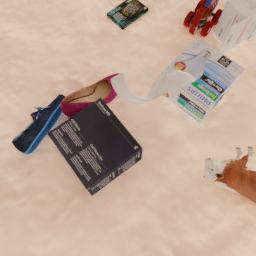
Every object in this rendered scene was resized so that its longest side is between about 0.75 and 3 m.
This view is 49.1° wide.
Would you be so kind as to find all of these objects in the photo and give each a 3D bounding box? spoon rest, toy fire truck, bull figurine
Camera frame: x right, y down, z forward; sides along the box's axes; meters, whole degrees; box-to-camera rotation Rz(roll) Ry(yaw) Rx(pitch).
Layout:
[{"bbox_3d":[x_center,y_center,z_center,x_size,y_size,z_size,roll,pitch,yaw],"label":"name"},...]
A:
[{"bbox_3d":[0.660,-0.937,6.537,2.240,1.113,0.679,-10,87,-37],"label":"spoon rest"},{"bbox_3d":[2.784,-4.230,9.969,0.976,1.461,1.740,36,72,14],"label":"toy fire truck"},{"bbox_3d":[3.389,1.374,7.974,2.499,0.814,1.517,33,72,12],"label":"bull figurine"}]

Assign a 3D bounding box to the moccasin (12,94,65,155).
[{"bbox_3d":[-2.724,-0.246,8.605,0.746,0.880,2.187,32,70,4],"label":"moccasin"}]

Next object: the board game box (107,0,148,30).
[{"bbox_3d":[-0.016,-4.441,10.751,1.361,0.192,0.920,-40,73,-15],"label":"board game box"}]

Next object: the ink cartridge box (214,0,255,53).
[{"bbox_3d":[4.110,-3.880,9.732,2.817,1.631,0.939,-31,71,-12],"label":"ink cartridge box"}]

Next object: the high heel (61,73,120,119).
[{"bbox_3d":[-1.028,-1.149,8.840,0.818,1.167,2.428,41,73,15],"label":"high heel"}]

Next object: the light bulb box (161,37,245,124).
[{"bbox_3d":[2.271,-1.524,8.993,1.865,1.174,1.881,40,73,15],"label":"light bulb box"}]

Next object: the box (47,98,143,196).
[{"bbox_3d":[-0.919,0.542,8.179,1.875,1.072,2.060,-35,72,-12],"label":"box"}]
